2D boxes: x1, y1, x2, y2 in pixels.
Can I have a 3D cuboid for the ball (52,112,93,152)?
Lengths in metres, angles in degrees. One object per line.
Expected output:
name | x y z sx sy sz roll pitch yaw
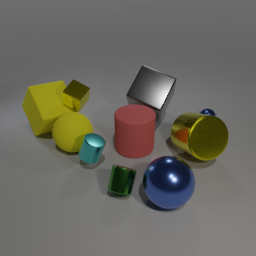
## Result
ball | -1.917 0.141 9.769 1.400 1.400 1.400 0 30 0

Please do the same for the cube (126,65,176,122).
cube | 0.898 -1.288 10.765 1.400 1.400 1.400 25 77 11

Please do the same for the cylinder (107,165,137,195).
cylinder | -0.169 1.455 7.898 0.700 0.700 0.700 13 -3 1

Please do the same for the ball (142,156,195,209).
ball | 1.088 1.444 7.510 1.400 1.400 1.400 0 30 0

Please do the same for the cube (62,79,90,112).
cube | -1.836 -1.143 9.935 0.700 0.700 0.700 28 58 7

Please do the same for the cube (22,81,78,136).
cube | -2.984 -0.755 10.612 1.400 1.400 1.400 -19 76 -37

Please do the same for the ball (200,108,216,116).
ball | 3.227 -0.445 11.395 0.700 0.700 0.700 0 30 0

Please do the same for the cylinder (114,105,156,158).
cylinder | 0.232 0.097 9.781 1.400 1.400 1.400 0 31 0

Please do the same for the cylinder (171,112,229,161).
cylinder | 2.299 0.228 9.169 1.400 1.400 1.400 -8 9 -13

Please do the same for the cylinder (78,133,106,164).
cylinder | -1.133 0.637 8.803 0.700 0.700 0.700 18 31 -11
